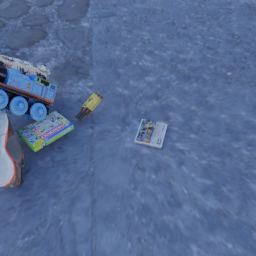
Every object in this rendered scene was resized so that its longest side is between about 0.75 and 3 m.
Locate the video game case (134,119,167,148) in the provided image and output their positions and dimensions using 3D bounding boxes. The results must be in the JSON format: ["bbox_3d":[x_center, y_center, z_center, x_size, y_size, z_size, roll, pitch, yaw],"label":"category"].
[{"bbox_3d":[0.718,0.161,8.656,0.831,0.105,0.912,13,55,11],"label":"video game case"}]

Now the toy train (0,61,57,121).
[{"bbox_3d":[-3.275,-1.040,8.230,1.034,2.386,1.363,3,79,40],"label":"toy train"}]

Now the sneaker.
[{"bbox_3d":[-3.410,0.628,7.812,0.895,0.951,2.322,-23,63,11],"label":"sneaker"}]

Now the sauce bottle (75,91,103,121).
[{"bbox_3d":[-1.253,-0.683,8.944,0.352,0.352,1.089,39,86,26],"label":"sauce bottle"}]

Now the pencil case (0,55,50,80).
[{"bbox_3d":[-3.496,-1.854,8.893,1.909,0.854,0.743,6,60,-49],"label":"pencil case"}]

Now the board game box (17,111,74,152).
[{"bbox_3d":[-2.463,0.067,8.408,0.926,0.200,1.377,34,52,29],"label":"board game box"}]
